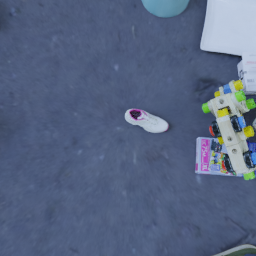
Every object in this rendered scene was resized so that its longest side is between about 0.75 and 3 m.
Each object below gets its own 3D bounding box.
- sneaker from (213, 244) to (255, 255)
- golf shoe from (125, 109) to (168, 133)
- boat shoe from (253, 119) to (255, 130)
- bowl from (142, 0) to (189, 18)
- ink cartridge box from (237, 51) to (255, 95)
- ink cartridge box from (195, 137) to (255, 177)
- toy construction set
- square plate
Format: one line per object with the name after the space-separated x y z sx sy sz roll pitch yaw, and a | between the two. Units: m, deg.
2.083 3.697 6.611 2.991 1.343 1.003 -23 80 -4 | sneaker
0.520 -0.205 7.737 1.267 0.580 0.477 17 79 1 | golf shoe
4.026 -0.556 7.459 0.661 0.767 2.130 45 62 -10 | boat shoe
1.165 -4.204 8.365 1.520 0.795 1.520 0 78 0 | bowl
3.594 -1.580 8.076 0.680 0.392 1.174 -2 80 0 | ink cartridge box
2.727 0.802 7.679 1.672 0.351 0.997 4 80 -1 | ink cartridge box
2.898 0.171 7.085 1.313 1.869 2.850 -37 77 31 | toy construction set
3.265 -3.047 8.406 2.002 0.285 1.983 11 80 2 | square plate
